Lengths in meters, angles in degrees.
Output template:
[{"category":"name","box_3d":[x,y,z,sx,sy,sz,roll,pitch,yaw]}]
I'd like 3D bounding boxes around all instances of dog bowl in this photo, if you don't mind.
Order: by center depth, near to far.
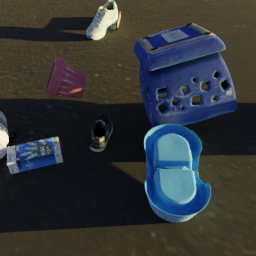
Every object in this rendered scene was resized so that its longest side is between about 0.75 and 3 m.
[{"category":"dog bowl","box_3d":[1.141,1.086,7.066,1.502,0.668,2.694,1,48,0]}]

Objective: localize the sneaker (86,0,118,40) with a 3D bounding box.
[{"category":"sneaker","box_3d":[-1.471,-5.866,15.220,1.016,1.072,2.655,23,63,13]}]

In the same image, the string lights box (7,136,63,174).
[{"category":"string lights box","box_3d":[-2.619,0.755,7.909,1.422,0.419,0.731,-12,41,-15]}]

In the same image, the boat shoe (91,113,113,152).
[{"category":"boat shoe","box_3d":[-0.815,0.007,8.750,0.588,0.554,1.638,3,38,5]}]

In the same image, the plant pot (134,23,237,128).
[{"category":"plant pot","box_3d":[1.563,-1.709,8.571,2.573,2.314,2.574,-16,31,2]}]

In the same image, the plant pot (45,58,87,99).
[{"category":"plant pot","box_3d":[-1.923,-1.458,8.844,1.092,1.220,1.220,17,35,-20]}]

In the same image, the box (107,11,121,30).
[{"category":"box","box_3d":[-1.130,-6.523,16.876,1.231,0.388,2.238,2,39,2]}]

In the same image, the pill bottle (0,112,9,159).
[{"category":"pill bottle","box_3d":[-4.006,0.193,8.231,0.887,0.887,1.531,-14,41,-16]}]

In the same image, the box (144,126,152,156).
[{"category":"box","box_3d":[1.124,0.227,8.651,0.967,0.305,1.756,9,40,11]}]
